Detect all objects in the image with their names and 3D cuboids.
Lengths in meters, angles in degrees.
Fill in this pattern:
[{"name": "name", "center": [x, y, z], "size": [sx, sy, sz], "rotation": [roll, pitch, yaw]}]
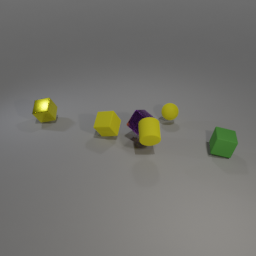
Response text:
[{"name": "cube", "center": [0.514, -0.195, 10.266], "size": [0.700, 0.700, 0.700], "rotation": [42, 23, 22]}, {"name": "cylinder", "center": [0.707, 0.122, 9.212], "size": [0.700, 0.700, 0.700], "rotation": [-1, 57, -1]}, {"name": "cube", "center": [-3.413, -0.730, 11.543], "size": [0.700, 0.700, 0.700], "rotation": [-9, 57, 13]}, {"name": "cube", "center": [3.248, 0.486, 9.572], "size": [0.700, 0.700, 0.700], "rotation": [13, 37, 2]}, {"name": "ball", "center": [1.709, -0.665, 11.402], "size": [0.700, 0.700, 0.700], "rotation": [0, 30, 0]}, {"name": "cube", "center": [-0.765, -0.156, 10.469], "size": [0.700, 0.700, 0.700], "rotation": [-2, 59, 25]}]
